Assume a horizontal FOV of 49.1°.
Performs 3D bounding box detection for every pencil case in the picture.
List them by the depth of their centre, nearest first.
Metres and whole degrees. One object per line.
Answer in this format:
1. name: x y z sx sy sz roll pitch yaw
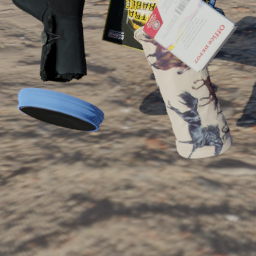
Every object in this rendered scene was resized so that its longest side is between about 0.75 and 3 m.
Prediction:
1. pencil case: 1.094 -0.724 5.334 1.102 2.833 1.267 -20 19 12

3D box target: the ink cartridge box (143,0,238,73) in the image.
1. ink cartridge box: 0.843 -1.374 3.862 1.028 0.749 0.426 41 30 11

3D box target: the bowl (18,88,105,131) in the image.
1. bowl: -1.407 -0.321 5.896 1.812 1.812 0.356 11 78 11

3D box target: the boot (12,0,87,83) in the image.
1. boot: -2.035 -2.375 6.910 2.894 2.432 1.105 13 13 42

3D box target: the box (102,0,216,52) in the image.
1. box: 0.677 -2.959 6.714 0.709 2.293 2.872 -1 23 -45

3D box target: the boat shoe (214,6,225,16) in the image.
1. boat shoe: 2.425 -4.048 9.925 2.118 0.771 0.654 3 29 -7
